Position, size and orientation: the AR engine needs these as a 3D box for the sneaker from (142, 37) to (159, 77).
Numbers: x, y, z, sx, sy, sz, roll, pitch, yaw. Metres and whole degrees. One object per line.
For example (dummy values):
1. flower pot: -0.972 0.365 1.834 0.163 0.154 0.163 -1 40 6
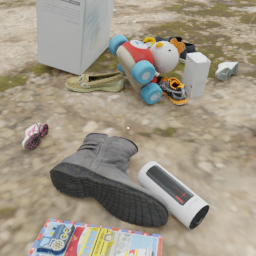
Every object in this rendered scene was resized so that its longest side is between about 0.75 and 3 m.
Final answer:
1. sneaker: 0.675 -2.573 10.208 0.927 0.978 2.382 1 38 2

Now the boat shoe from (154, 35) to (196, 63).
1. boat shoe: 1.859 -3.383 11.442 0.924 0.771 2.476 -23 42 -24

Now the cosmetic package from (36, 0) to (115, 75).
1. cosmetic package: -1.823 -4.071 10.342 1.844 2.999 2.990 19 41 6

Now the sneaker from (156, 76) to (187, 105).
1. sneaker: 1.364 -1.352 8.930 0.622 0.614 1.590 -20 40 -22

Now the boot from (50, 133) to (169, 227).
1. boot: -0.149 0.855 5.873 2.612 0.912 1.719 20 38 19

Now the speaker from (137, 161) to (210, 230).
1. speaker: 0.863 1.290 5.519 0.594 0.594 1.462 -26 45 -29

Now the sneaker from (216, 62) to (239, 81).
1. sneaker: 3.424 -2.048 10.000 0.559 0.491 1.396 24 36 36

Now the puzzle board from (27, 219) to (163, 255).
1. puzzle board: -0.687 2.445 3.855 2.171 0.251 2.881 4 28 9

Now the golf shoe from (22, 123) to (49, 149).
1. golf shoe: -2.435 0.209 7.126 0.472 0.373 1.026 4 29 12

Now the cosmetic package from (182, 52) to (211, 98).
1. cosmetic package: 2.105 -1.655 8.793 0.505 1.244 0.702 -11 39 -14

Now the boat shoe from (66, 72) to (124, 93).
1. boat shoe: -1.094 -1.571 9.205 1.931 0.608 0.704 3 38 4

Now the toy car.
1. toy car: 0.814 -2.172 8.584 2.052 1.815 1.891 -33 53 -3
